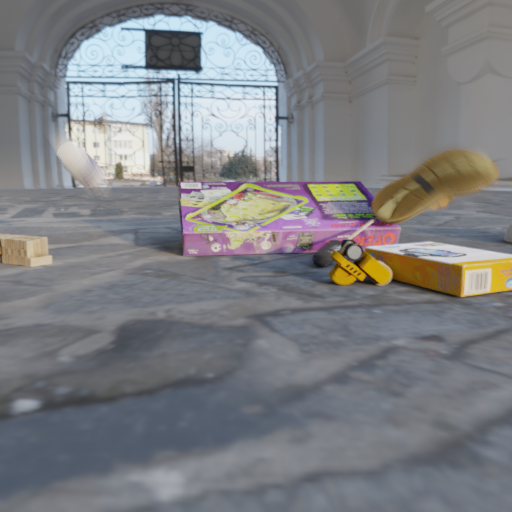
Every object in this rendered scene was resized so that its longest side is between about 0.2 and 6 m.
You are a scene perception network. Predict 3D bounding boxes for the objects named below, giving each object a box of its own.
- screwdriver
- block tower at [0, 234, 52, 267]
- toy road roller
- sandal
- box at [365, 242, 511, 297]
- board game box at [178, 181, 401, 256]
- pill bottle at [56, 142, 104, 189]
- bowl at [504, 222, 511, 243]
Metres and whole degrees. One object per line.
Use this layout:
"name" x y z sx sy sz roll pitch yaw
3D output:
"screwdriver" 1.903 -0.326 11.138 0.385 0.370 2.649 41 39 21
"block tower" -4.828 -0.139 10.955 1.874 0.542 0.506 6 11 29
"toy road roller" 1.592 0.233 8.915 0.972 0.709 0.597 37 7 -6
"sandal" 3.834 -1.425 12.245 2.904 1.166 0.784 -27 -28 -6
"box" 3.002 0.146 9.290 1.530 0.533 2.570 -4 8 -25
"board game box" 0.594 -0.962 13.009 4.711 0.761 2.827 -1 25 -9
"pill bottle" -3.609 -1.867 11.463 0.540 0.540 0.973 5 -29 30
"bowl" 7.178 -0.612 13.399 1.876 0.701 1.879 -3 11 -12
